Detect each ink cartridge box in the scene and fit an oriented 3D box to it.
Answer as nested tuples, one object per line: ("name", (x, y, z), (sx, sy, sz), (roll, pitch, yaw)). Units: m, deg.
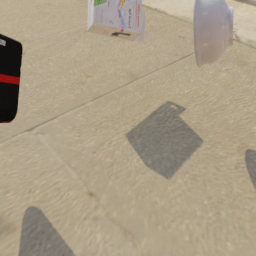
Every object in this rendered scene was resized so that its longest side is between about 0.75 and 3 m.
("ink cartridge box", (-0.239, -3.962, 10.002), (2.283, 0.769, 1.337), (3, 84, -25))

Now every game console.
("game console", (-3.173, -1.106, 6.334), (0.379, 2.159, 2.442), (7, 6, 6))

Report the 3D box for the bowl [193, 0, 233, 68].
("bowl", (2.521, -2.896, 8.111), (0.996, 2.215, 2.215), (1, 41, 21))
